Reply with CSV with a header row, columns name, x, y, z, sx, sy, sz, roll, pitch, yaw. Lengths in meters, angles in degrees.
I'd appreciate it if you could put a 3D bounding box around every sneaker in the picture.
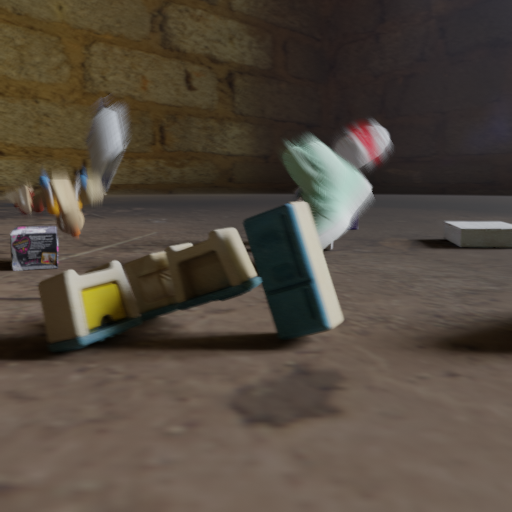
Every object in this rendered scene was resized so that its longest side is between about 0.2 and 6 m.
name,x,y,z,sx,sy,sz,roll,pitch,yaw
sneaker,0.794,-0.910,8.984,0.930,1.491,2.528,-45,4,43

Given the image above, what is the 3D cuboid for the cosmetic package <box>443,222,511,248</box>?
name,x,y,z,sx,sy,sz,roll,pitch,yaw
cosmetic package,4.851,-0.477,12.046,1.277,0.438,1.694,3,8,7

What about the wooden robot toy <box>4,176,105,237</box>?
name,x,y,z,sx,sy,sz,roll,pitch,yaw
wooden robot toy,-3.427,-0.767,9.891,0.977,1.006,2.217,-27,1,17

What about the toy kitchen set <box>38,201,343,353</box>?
name,x,y,z,sx,sy,sz,roll,pitch,yaw
toy kitchen set,-0.525,0.400,4.707,1.914,1.128,1.533,-19,-1,28

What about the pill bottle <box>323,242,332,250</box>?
name,x,y,z,sx,sy,sz,roll,pitch,yaw
pill bottle,0.950,-0.414,10.972,1.083,0.608,0.608,1,8,6

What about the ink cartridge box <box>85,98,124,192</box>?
name,x,y,z,sx,sy,sz,roll,pitch,yaw
ink cartridge box,-2.967,-2.150,10.924,0.268,1.321,1.319,0,-31,-32

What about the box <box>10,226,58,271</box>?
name,x,y,z,sx,sy,sz,roll,pitch,yaw
box,-3.561,-0.144,9.021,0.697,0.605,1.055,-3,8,-19

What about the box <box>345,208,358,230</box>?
name,x,y,z,sx,sy,sz,roll,pitch,yaw
box,2.139,-1.157,15.374,1.195,0.884,0.624,-4,9,-17

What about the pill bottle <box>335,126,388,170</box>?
name,x,y,z,sx,sy,sz,roll,pitch,yaw
pill bottle,2.370,-2.429,12.357,0.707,0.707,1.259,8,31,44

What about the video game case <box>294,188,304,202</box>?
name,x,y,z,sx,sy,sz,roll,pitch,yaw
video game case,1.185,-1.162,12.166,0.103,0.819,0.898,-20,-2,-24
